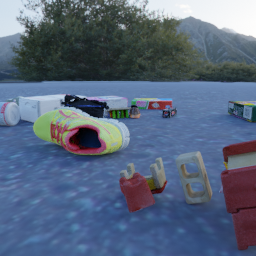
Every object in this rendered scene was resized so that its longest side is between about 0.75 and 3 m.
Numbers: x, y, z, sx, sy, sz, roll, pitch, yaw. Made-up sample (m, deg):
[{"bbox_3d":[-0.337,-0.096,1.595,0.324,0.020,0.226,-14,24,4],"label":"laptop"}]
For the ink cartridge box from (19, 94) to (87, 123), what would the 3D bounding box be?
[{"bbox_3d":[-2.982,-0.812,11.248,1.595,0.929,2.190,11,15,43],"label":"ink cartridge box"}]

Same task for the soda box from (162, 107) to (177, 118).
[{"bbox_3d":[1.796,-0.667,12.037,0.361,0.323,1.021,5,12,25],"label":"soda box"}]

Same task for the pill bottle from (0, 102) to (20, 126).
[{"bbox_3d":[-4.753,-0.518,10.041,1.527,0.831,0.831,2,12,11],"label":"pill bottle"}]

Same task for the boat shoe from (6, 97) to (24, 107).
[{"bbox_3d":[-4.663,-1.040,12.551,0.861,0.843,2.418,-16,16,-41],"label":"boat shoe"}]

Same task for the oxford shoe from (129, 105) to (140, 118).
[{"bbox_3d":[0.304,-0.773,12.081,0.498,0.510,1.398,-1,12,-4],"label":"oxford shoe"}]

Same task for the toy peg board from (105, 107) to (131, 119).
[{"bbox_3d":[-0.427,-0.591,11.736,0.871,0.426,0.868,-3,-3,-23],"label":"toy peg board"}]

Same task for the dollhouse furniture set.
[{"bbox_3d":[0.905,0.893,3.732,2.231,0.907,1.200,-14,6,23],"label":"dollhouse furniture set"}]

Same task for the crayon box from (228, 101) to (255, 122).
[{"bbox_3d":[5.461,-0.726,11.540,1.852,0.626,2.146,-1,12,-4],"label":"crayon box"}]

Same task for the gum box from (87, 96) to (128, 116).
[{"bbox_3d":[-1.247,-0.998,12.603,2.177,0.720,1.236,-8,15,-33],"label":"gum box"}]

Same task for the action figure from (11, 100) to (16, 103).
[{"bbox_3d":[-4.705,-0.729,11.043,1.122,0.752,0.836,-14,3,-6],"label":"action figure"}]

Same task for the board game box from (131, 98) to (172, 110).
[{"bbox_3d":[1.293,-1.286,14.802,2.063,0.416,1.579,2,12,8],"label":"board game box"}]

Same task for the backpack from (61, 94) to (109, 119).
[{"bbox_3d":[-1.436,-0.518,9.361,1.480,1.140,1.409,8,16,-8],"label":"backpack"}]

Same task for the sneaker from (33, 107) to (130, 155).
[{"bbox_3d":[-1.329,0.100,6.700,2.580,1.008,1.165,5,15,22],"label":"sneaker"}]
